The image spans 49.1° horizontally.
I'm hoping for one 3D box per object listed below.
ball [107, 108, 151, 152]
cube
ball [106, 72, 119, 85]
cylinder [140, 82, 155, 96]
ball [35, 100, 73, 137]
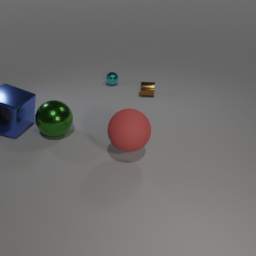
[{"bbox_3d":[0.043,0.074,8.990,1.400,1.400,1.400,0,31,0],"label":"ball"},{"bbox_3d":[-4.612,-0.686,10.935,1.400,1.400,1.400,19,33,5],"label":"cube"},{"bbox_3d":[-0.858,-2.701,15.246,0.700,0.700,0.700,0,31,0],"label":"ball"},{"bbox_3d":[0.994,-1.958,14.074,0.700,0.700,0.700,3,31,5],"label":"cylinder"},{"bbox_3d":[-2.803,-0.357,10.672,1.400,1.400,1.400,0,31,0],"label":"ball"}]
